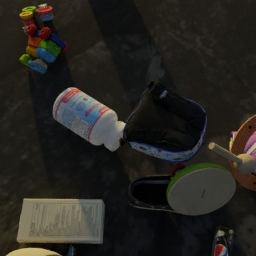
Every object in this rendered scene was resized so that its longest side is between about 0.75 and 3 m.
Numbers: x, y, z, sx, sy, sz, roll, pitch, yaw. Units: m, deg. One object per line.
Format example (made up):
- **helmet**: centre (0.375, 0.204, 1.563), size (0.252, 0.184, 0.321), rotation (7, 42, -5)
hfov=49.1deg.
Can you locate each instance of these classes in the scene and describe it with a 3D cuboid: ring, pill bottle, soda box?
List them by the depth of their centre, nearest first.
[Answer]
- **soda box**: centre (2.529, 3.409, 7.596), size (0.430, 0.481, 1.359), rotation (14, 65, 10)
- **ring**: centre (4.111, 0.695, 8.336), size (2.475, 0.237, 2.475), rotation (-2, 101, -12)
- **pill bottle**: centre (-1.161, -0.249, 8.924), size (2.280, 1.240, 1.240), rotation (31, 68, 13)

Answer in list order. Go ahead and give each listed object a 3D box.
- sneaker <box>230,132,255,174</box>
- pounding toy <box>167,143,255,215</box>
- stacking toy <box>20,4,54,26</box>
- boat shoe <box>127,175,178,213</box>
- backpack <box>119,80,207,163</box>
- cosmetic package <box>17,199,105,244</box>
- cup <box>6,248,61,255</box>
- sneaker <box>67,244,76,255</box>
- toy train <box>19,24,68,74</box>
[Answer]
- **sneaker**: centre (4.144, 0.201, 8.935), size (1.420, 0.903, 2.491), rotation (31, 61, 27)
- **pounding toy**: centre (1.932, 1.171, 7.324), size (1.748, 2.265, 1.051), rotation (24, 29, -23)
- **stacking toy**: centre (-3.735, -4.619, 11.565), size (1.300, 0.549, 1.176), rotation (-16, 40, -10)
- **boat shoe**: centre (1.386, 1.893, 8.109), size (2.841, 0.890, 1.039), rotation (0, 65, -1)
- **backpack**: centre (1.073, 0.026, 7.471), size (1.933, 1.563, 2.029), rotation (19, 74, 28)
- **cosmetic package**: centre (-1.794, 2.608, 7.808), size (2.211, 0.786, 1.163), rotation (2, 65, 1)
- **cup**: centre (-2.532, 3.732, 6.903), size (1.290, 1.804, 1.804), rotation (12, 61, 39)
- **sneaker**: centre (-1.679, 3.610, 7.591), size (0.396, 0.345, 0.880), rotation (11, 65, 9)
- **toy train**: centre (-3.566, -2.960, 10.480), size (2.552, 1.080, 1.476), rotation (24, 83, 36)
